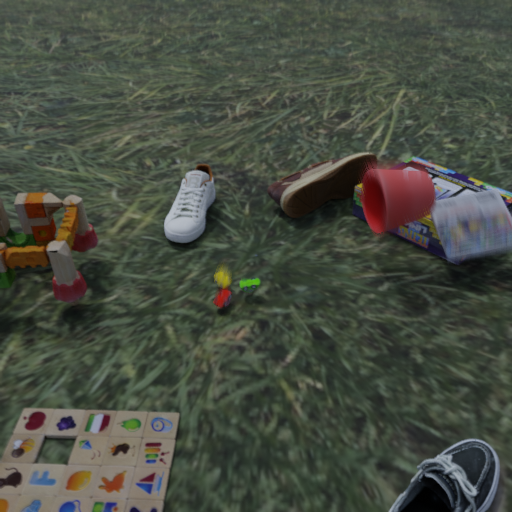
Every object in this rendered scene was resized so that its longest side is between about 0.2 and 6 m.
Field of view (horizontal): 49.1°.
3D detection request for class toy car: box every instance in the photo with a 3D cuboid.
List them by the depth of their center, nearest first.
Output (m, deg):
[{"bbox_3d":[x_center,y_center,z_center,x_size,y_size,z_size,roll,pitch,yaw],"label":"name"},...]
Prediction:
[{"bbox_3d":[-0.307,0.533,9.127,0.767,0.182,0.815,-9,38,3],"label":"toy car"}]

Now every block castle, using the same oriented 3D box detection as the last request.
[{"bbox_3d":[-4.083,0.006,9.106,2.723,1.278,1.820,-4,38,-3],"label":"block castle"}]

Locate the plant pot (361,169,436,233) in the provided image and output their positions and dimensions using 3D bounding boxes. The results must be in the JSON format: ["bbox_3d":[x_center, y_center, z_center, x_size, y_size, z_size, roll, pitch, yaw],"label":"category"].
[{"bbox_3d":[2.365,-0.964,9.264,0.936,1.058,1.058,-10,36,-10],"label":"plant pot"}]

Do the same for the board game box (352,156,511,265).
[{"bbox_3d":[3.485,-0.980,10.983,2.034,0.698,2.460,-29,44,-32],"label":"board game box"}]

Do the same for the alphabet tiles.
[{"bbox_3d":[-2.029,2.705,6.237,2.030,0.092,2.428,2,35,1],"label":"alphabet tiles"}]

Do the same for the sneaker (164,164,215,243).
[{"bbox_3d":[-1.320,-1.114,10.993,0.786,0.914,2.158,6,37,5],"label":"sneaker"}]

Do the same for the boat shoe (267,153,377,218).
[{"bbox_3d":[1.404,-1.649,11.774,2.626,0.947,0.945,-28,45,-25],"label":"boat shoe"}]

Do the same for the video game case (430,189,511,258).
[{"bbox_3d":[3.704,-0.570,9.569,1.252,0.144,1.141,-11,56,1],"label":"video game case"}]

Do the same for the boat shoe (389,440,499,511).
[{"bbox_3d":[1.995,2.509,5.989,1.977,0.675,0.730,-23,41,-30],"label":"boat shoe"}]
